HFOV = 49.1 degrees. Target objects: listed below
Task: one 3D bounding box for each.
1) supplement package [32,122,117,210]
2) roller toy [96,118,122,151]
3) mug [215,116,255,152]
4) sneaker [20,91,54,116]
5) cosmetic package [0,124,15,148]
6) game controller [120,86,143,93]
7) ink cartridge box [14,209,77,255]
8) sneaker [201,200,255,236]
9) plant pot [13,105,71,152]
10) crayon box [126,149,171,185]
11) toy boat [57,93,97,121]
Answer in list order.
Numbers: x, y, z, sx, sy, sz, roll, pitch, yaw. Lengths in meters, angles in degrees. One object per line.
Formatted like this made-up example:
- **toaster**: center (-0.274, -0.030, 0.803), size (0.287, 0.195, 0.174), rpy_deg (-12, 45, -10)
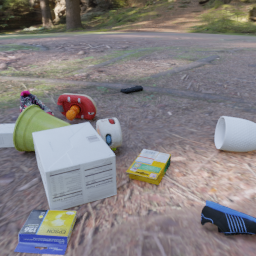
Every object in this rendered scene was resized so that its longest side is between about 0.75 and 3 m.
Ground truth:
- **supplement package**: center (-1.570, 0.975, 7.992), size (1.812, 1.290, 2.326), rpy_deg (-11, 28, -22)
- **roller toy**: center (-0.692, 0.181, 9.668), size (0.795, 1.137, 1.037), rpy_deg (-9, -18, -14)
- **mug**: center (3.898, 0.276, 9.957), size (1.401, 1.180, 1.598), rpy_deg (8, -6, 1)
- **sneaker**: center (-4.274, -0.949, 12.670), size (1.042, 0.965, 2.584), rpy_deg (-21, 32, -39)
- **cosmetic package**: center (-4.466, 0.275, 10.388), size (1.722, 0.614, 0.874), rpy_deg (-1, 24, -4)
- **game controller**: center (0.228, -2.277, 16.540), size (1.363, 0.287, 0.711), rpy_deg (-16, 14, -32)
- **ink cartridge box**: center (-1.831, 2.310, 6.347), size (1.109, 0.264, 1.122), rpy_deg (2, 23, 3)
- **sneaker**: center (2.416, 2.168, 6.270), size (1.558, 0.607, 0.546), rpy_deg (18, -7, 22)
- **plant pot**: center (-2.739, 0.214, 9.569), size (1.559, 1.696, 1.696), rpy_deg (16, 27, 10)
- **crayon box**: center (0.650, 1.217, 8.574), size (0.952, 0.391, 1.515), rpy_deg (10, 26, 22)
- **toy boat**: center (-2.297, -0.767, 12.209), size (1.814, 1.184, 1.185), rpy_deg (5, 41, 12)
